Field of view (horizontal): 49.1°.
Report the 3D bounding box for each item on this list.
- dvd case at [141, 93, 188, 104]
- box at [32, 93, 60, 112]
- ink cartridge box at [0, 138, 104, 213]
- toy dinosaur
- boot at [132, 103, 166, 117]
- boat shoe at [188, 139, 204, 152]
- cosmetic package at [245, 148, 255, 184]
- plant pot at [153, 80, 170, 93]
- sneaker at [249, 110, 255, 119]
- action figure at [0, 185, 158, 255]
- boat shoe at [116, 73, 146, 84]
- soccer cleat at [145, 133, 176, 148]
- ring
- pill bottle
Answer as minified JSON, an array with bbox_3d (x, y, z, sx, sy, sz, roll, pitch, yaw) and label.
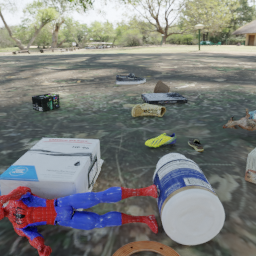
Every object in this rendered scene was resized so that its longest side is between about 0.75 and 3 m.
[{"bbox_3d":[1.837,-1.530,14.414,2.033,0.251,1.528,-4,20,-10],"label":"dvd case"},{"bbox_3d":[-3.745,-1.181,12.822,0.742,0.621,0.999,14,24,34],"label":"box"},{"bbox_3d":[-1.504,0.892,6.342,1.504,0.879,2.593,2,19,6],"label":"ink cartridge box"},{"bbox_3d":[4.010,-0.123,9.526,1.400,0.601,0.949,20,-21,-13],"label":"toy dinosaur"},{"bbox_3d":[0.873,-0.698,11.656,1.039,0.487,1.337,14,20,35],"label":"boot"},{"bbox_3d":[2.080,0.468,8.541,0.294,0.260,0.803,-5,19,-15],"label":"boat shoe"},{"bbox_3d":[3.610,0.995,6.309,1.617,0.706,0.836,16,24,40],"label":"cosmetic package"},{"bbox_3d":[1.928,-2.178,15.644,0.732,0.839,0.839,24,25,15],"label":"plant pot"},{"bbox_3d":[5.542,-0.610,11.063,1.819,0.706,0.785,-9,18,-24],"label":"sneaker"},{"bbox_3d":[-0.966,1.417,4.442,2.960,0.966,1.465,-1,1,-2],"label":"action figure"},{"bbox_3d":[0.207,-3.402,19.172,2.104,0.713,0.755,-3,19,-10],"label":"boat shoe"},{"bbox_3d":[1.002,0.353,8.614,1.029,0.430,0.333,-6,20,-16],"label":"soccer cleat"},{"bbox_3d":[0.281,2.076,4.080,1.147,0.110,1.147,-1,19,0],"label":"ring"},{"bbox_3d":[1.013,1.177,5.268,1.020,1.020,1.838,-1,18,-2],"label":"pill bottle"}]
